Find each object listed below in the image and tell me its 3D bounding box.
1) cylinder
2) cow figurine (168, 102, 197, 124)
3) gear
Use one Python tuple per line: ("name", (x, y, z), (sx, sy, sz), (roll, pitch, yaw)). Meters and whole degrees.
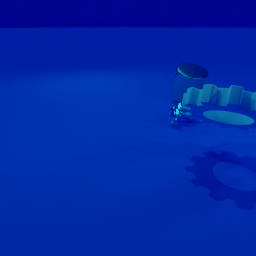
("cylinder", (2.346, -1.688, 10.695), (1.175, 1.175, 1.175), (4, 39, -3))
("cow figurine", (1.746, -0.425, 8.753), (1.022, 0.561, 1.005), (29, 55, -15))
("gear", (2.204, -0.389, 6.086), (2.024, 0.374, 2.024), (14, -8, 2))
